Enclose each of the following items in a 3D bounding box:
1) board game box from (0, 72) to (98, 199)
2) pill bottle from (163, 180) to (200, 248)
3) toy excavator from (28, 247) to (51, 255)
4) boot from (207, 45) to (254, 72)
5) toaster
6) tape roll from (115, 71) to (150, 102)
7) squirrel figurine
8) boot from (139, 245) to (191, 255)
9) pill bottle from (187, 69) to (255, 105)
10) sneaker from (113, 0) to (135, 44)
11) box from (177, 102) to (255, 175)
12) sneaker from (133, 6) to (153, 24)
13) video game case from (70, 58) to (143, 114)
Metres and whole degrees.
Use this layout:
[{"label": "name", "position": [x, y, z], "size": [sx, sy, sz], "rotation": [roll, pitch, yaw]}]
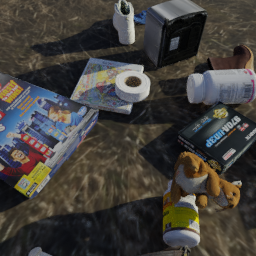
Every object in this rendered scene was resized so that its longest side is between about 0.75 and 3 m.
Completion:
[{"label": "board game box", "position": [-2.763, -0.057, 7.467], "size": [2.842, 0.877, 2.844], "rotation": [34, 66, 5]}, {"label": "pill bottle", "position": [1.174, 1.873, 6.294], "size": [0.770, 0.770, 1.409], "rotation": [4, 47, 4]}, {"label": "toy excavator", "position": [-1.439, 2.933, 5.521], "size": [1.155, 0.593, 1.188], "rotation": [-2, 34, -5]}, {"label": "boot", "position": [3.684, -2.450, 10.190], "size": [1.663, 0.723, 2.000], "rotation": [9, 54, -12]}, {"label": "toaster", "position": [1.732, -3.596, 10.462], "size": [2.007, 2.219, 1.317], "rotation": [-24, 56, -20]}, {"label": "tape roll", "position": [0.140, -1.363, 9.087], "size": [1.136, 0.397, 1.136], "rotation": [2, 50, -2]}, {"label": "squirrel figurine", "position": [1.664, 1.107, 5.924], "size": [1.329, 1.008, 1.424], "rotation": [20, 19, -3]}, {"label": "boot", "position": [1.126, 3.266, 4.863], "size": [2.761, 0.956, 2.404], "rotation": [-3, 47, 1]}, {"label": "pill bottle", "position": [2.982, -1.311, 9.047], "size": [1.958, 1.110, 1.110], "rotation": [-2, 47, -2]}, {"label": "sneaker", "position": [-0.163, -4.952, 12.209], "size": [0.957, 1.501, 2.597], "rotation": [-9, 46, -6]}, {"label": "box", "position": [2.648, 0.205, 8.061], "size": [2.006, 0.461, 1.594], "rotation": [-33, 55, -27]}, {"label": "sneaker", "position": [1.004, -5.338, 13.111], "size": [1.700, 0.699, 0.629], "rotation": [-12, 50, -9]}, {"label": "video game case", "position": [-0.672, -1.511, 9.608], "size": [2.018, 0.254, 2.218], "rotation": [10, 54, 8]}]
